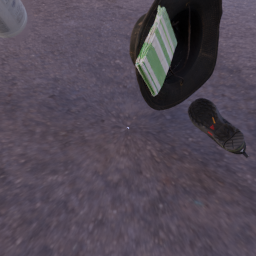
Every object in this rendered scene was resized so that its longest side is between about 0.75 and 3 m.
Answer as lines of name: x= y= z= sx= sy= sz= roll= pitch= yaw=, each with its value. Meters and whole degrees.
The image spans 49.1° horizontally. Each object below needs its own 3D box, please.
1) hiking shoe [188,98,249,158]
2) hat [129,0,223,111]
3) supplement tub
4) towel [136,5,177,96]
hiking shoe: x=1.750 y=0.016 z=5.580 sx=0.580 sy=0.771 sz=1.533 roll=-38 pitch=45 yaw=9
hat: x=0.749 y=-1.607 z=5.390 sx=2.567 sy=2.567 sz=1.035 roll=-34 pitch=42 yaw=-31
supplement tub: x=-2.459 y=-2.323 z=5.087 sx=0.889 sy=1.348 sz=0.889 roll=1 pitch=82 yaw=-4
towel: x=0.405 y=-1.007 z=3.742 sx=0.114 sy=0.746 sz=0.978 roll=8 pitch=66 yaw=29
